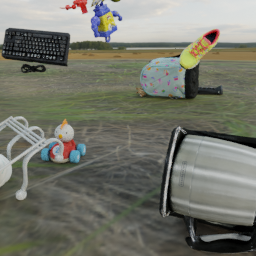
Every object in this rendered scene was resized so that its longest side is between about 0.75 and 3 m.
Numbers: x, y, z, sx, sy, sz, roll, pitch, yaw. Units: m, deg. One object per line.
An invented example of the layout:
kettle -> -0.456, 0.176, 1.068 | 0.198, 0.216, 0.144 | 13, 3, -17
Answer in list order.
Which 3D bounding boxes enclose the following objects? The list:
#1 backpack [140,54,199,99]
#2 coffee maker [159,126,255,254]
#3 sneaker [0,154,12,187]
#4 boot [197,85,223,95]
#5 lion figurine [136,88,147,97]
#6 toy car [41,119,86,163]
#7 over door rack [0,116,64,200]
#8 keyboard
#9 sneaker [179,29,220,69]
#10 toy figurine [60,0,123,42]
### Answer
backpack -> 1.923, -2.429, 13.159 | 2.644, 2.207, 1.674 | 7, 26, 21
coffee maker -> 1.803, 0.701, 3.838 | 2.241, 1.509, 2.152 | 8, 18, 23
sneaker -> -3.243, 0.670, 4.511 | 2.421, 0.851, 0.970 | -5, -14, -12
boot -> 4.258, -1.982, 14.634 | 1.278, 0.419, 1.053 | 0, 15, 16
lion figurine -> 0.859, -1.851, 14.096 | 0.695, 0.411, 1.135 | 11, 21, 39
toy car -> -1.465, 0.254, 6.325 | 0.831, 0.901, 0.797 | 3, 17, 10
over door rack -> -2.682, 0.758, 5.031 | 2.628, 0.875, 1.942 | -28, 30, -31
keyboard -> -2.307, -1.873, 6.906 | 1.818, 1.092, 0.233 | 10, 6, 16
sneaker -> 2.704, -3.053, 10.554 | 0.772, 1.976, 0.892 | 44, -4, 1
toy figurine -> -0.975, -4.079, 10.409 | 1.496, 1.700, 2.837 | 3, 37, 29
